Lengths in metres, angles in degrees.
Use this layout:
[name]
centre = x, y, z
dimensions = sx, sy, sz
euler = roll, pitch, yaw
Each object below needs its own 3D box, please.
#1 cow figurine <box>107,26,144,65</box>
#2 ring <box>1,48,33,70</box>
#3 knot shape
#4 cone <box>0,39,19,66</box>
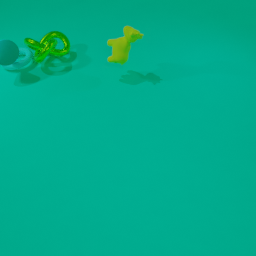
[cow figurine]
centre = -0.088, -2.736, 9.364
dimensions = 1.222, 1.242, 0.682
euler = 6, 10, 32
[ring]
centre = -4.207, -2.626, 10.590
dimensions = 1.245, 0.249, 1.245
euler = -6, 48, 6
[knot shape]
centre = -3.154, -3.079, 10.538
dimensions = 1.581, 0.781, 1.690
euler = 12, 39, 22
[cone]
centre = -4.150, -2.489, 9.819
dimensions = 0.907, 0.910, 0.907
euler = 0, 85, -6
